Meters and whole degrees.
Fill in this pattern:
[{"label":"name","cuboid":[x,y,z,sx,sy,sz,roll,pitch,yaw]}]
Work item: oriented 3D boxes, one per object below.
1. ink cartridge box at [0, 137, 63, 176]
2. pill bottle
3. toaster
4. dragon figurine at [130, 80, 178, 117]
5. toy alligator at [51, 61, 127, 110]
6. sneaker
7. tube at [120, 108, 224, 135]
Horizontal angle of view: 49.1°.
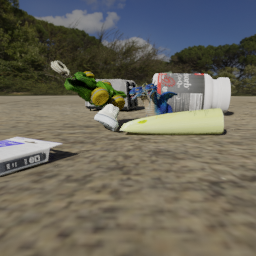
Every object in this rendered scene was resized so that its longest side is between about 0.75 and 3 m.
[{"label":"ink cartridge box","cuboid":[-1.772,0.379,4.145,1.149,0.252,1.160,5,12,33]},{"label":"pill bottle","cuboid":[2.503,-1.362,11.428,2.952,1.710,1.710,2,8,8]},{"label":"toaster","cuboid":[-0.878,-1.693,14.381,2.616,1.553,2.366,2,7,15]},{"label":"dragon figurine","cuboid":[1.005,-0.749,8.450,0.775,1.309,2.633,6,10,36]},{"label":"toy alligator","cuboid":[-1.054,-1.021,7.543,2.932,0.704,0.972,17,29,-53]},{"label":"sneaker","cuboid":[-0.526,-0.351,7.445,0.630,0.611,1.725,33,-1,-16]},{"label":"tube","cuboid":[1.017,-0.104,6.668,2.375,0.616,0.689,-4,-31,8]}]
